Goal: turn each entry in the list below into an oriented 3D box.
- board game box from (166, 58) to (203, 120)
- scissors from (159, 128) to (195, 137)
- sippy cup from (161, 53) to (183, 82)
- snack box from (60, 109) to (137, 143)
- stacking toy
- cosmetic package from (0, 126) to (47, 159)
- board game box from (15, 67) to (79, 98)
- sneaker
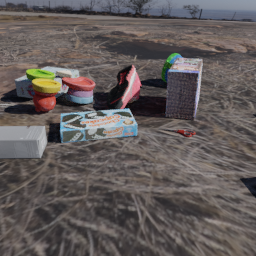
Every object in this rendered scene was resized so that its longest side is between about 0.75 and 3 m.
[{"bbox_3d":[2.261,-1.629,11.103,1.101,1.813,2.274,7,27,15],"label":"board game box"},{"bbox_3d":[1.689,0.097,9.622,1.215,0.085,0.444,15,32,29],"label":"scissors"},{"bbox_3d":[2.684,-2.755,13.924,1.461,1.566,1.994,32,49,30],"label":"sippy cup"},{"bbox_3d":[-1.036,-0.125,9.608,2.484,0.461,1.443,-5,27,-10],"label":"snack box"},{"bbox_3d":[-2.977,-1.598,11.922,2.762,1.167,2.500,-7,29,-38],"label":"stacking toy"},{"bbox_3d":[-3.316,0.413,8.266,1.628,0.734,0.869,1,30,-4],"label":"cosmetic package"},{"bbox_3d":[-3.751,-2.178,13.352,1.876,0.817,2.543,9,27,19],"label":"board game box"},{"bbox_3d":[0.048,-1.477,11.676,1.043,1.227,2.830,-20,34,33],"label":"sneaker"}]
